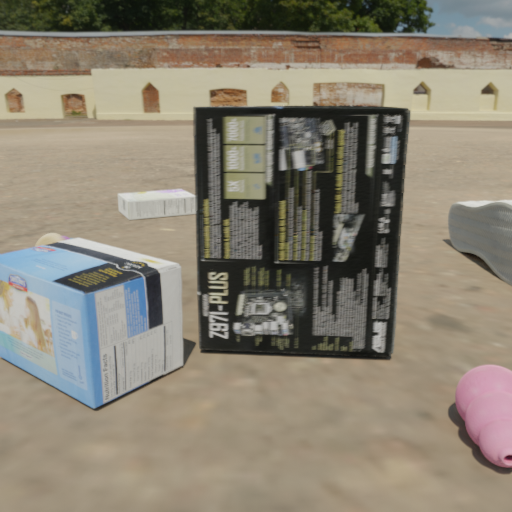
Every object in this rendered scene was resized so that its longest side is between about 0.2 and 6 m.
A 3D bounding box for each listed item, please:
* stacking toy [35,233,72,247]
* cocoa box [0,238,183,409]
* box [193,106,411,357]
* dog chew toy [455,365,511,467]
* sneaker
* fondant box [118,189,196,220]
[{"bbox_3d":[-2.166,0.051,7.281,0.582,0.582,1.363,10,1,31],"label":"stacking toy"},{"bbox_3d":[-1.553,0.512,5.079,1.549,1.033,1.016,12,20,37],"label":"cocoa box"},{"bbox_3d":[0.406,-0.279,5.498,1.894,2.313,0.996,1,15,4],"label":"box"},{"bbox_3d":[1.707,1.145,3.958,0.515,0.515,0.828,3,24,10],"label":"dog chew toy"},{"bbox_3d":[4.093,-0.327,7.889,1.765,1.125,3.053,-3,15,-1],"label":"sneaker"},{"bbox_3d":[-2.103,-1.101,11.852,1.440,0.419,1.039,-6,17,-25],"label":"fondant box"}]
